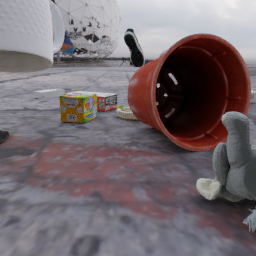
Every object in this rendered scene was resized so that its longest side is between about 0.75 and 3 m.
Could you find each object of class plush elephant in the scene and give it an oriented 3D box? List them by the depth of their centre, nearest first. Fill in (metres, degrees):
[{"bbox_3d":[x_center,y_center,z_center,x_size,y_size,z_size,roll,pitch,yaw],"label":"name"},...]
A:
[{"bbox_3d":[1.571,0.613,3.829,1.149,1.396,1.081,12,-9,-6],"label":"plush elephant"}]

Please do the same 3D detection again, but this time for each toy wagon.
[{"bbox_3d":[0.475,-0.572,9.579,1.708,0.338,1.325,-9,17,-32],"label":"toy wagon"}]

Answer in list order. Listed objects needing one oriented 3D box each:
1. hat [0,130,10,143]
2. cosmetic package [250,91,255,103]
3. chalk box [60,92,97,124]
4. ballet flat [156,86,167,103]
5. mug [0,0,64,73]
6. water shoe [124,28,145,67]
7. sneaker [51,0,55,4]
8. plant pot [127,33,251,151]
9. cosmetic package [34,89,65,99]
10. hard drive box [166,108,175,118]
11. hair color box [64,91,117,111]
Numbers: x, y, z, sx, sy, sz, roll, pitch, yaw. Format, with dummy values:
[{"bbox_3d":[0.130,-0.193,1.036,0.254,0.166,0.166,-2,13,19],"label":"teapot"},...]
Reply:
[{"bbox_3d":[-3.841,-0.025,6.761,1.785,0.720,1.785,0,16,0],"label":"hat"},{"bbox_3d":[5.177,-1.472,12.672,0.701,0.492,1.382,-1,15,-5],"label":"cosmetic package"},{"bbox_3d":[-1.512,-0.703,9.101,0.830,0.824,1.330,5,16,17],"label":"chalk box"},{"bbox_3d":[1.526,-1.372,11.817,2.161,0.739,0.735,2,16,6],"label":"ballet flat"},{"bbox_3d":[-2.730,-2.799,7.130,2.079,2.469,2.816,-3,-2,33],"label":"mug"},{"bbox_3d":[0.246,-2.458,8.594,0.447,1.249,0.493,-6,47,19],"label":"water shoe"},{"bbox_3d":[-3.182,-4.648,9.566,0.752,0.630,1.700,-34,68,-31],"label":"sneaker"},{"bbox_3d":[1.226,-0.866,7.080,2.500,2.500,2.432,-5,8,-19],"label":"plant pot"},{"bbox_3d":[-3.864,-1.709,13.866,0.576,0.353,1.394,10,18,37],"label":"cosmetic package"},{"bbox_3d":[1.786,-0.571,9.221,1.018,0.502,1.306,3,15,10],"label":"hard drive box"},{"bbox_3d":[-1.461,-1.078,11.013,1.878,0.575,0.953,7,16,27],"label":"hair color box"}]
